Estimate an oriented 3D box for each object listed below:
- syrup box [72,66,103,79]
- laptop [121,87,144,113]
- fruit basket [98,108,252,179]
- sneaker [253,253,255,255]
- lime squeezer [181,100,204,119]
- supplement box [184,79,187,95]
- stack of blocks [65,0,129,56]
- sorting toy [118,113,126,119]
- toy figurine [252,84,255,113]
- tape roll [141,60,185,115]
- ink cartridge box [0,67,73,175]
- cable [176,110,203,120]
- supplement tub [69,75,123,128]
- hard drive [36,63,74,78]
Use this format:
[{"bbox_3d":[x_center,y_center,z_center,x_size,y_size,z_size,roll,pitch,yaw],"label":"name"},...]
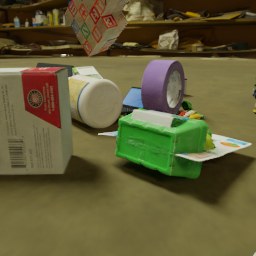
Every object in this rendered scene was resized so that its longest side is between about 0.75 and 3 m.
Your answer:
[{"bbox_3d":[-1.707,-1.859,12.273,1.005,1.039,2.553,-9,29,-16],"label":"syrup box"},{"bbox_3d":[-0.109,-1.073,10.365,1.655,0.855,1.466,-5,13,-35],"label":"laptop"},{"bbox_3d":[1.109,0.147,6.257,2.475,1.252,2.672,15,20,40],"label":"fruit basket"},{"bbox_3d":[2.385,1.343,2.730,2.297,1.013,0.934,1,17,3],"label":"sneaker"},{"bbox_3d":[1.847,-0.736,10.671,2.459,0.464,0.868,13,53,34],"label":"lime squeezer"},{"bbox_3d":[2.155,-2.194,14.387,0.828,0.846,1.637,-11,22,-29],"label":"supplement box"},{"bbox_3d":[-0.638,-2.988,6.895,0.685,1.346,2.337,-29,-2,-32],"label":"stack of blocks"},{"bbox_3d":[-0.465,-0.471,9.957,1.246,0.183,0.921,10,20,31],"label":"sorting toy"},{"bbox_3d":[5.882,-1.275,10.597,2.149,1.519,2.183,2,18,26],"label":"toy figurine"},{"bbox_3d":[1.279,-1.393,9.912,0.835,1.964,1.964,9,19,30],"label":"tape roll"},{"bbox_3d":[-2.721,-0.188,5.846,2.863,2.086,1.185,0,17,-1],"label":"ink cartridge box"},{"bbox_3d":[1.612,-0.257,8.799,0.851,0.441,1.752,18,23,35],"label":"cable"},{"bbox_3d":[-1.326,-0.935,9.200,1.525,1.525,2.108,-12,21,-35],"label":"supplement tub"},{"bbox_3d":[-3.472,-2.153,12.912,1.785,0.421,2.558,3,43,-8],"label":"hard drive"}]
